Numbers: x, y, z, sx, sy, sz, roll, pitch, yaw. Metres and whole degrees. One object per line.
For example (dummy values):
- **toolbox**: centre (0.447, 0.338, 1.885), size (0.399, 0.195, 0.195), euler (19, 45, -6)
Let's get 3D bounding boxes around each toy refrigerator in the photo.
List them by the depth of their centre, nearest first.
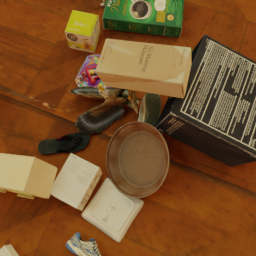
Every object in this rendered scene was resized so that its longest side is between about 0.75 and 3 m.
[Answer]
- **toy refrigerator**: centre (-3.577, 1.309, 7.942), size (2.856, 1.084, 0.999), euler (3, 68, 23)

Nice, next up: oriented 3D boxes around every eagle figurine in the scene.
- **eagle figurine**: centre (-0.736, -0.903, 9.227), size (2.103, 1.587, 1.596), euler (-21, 27, 19)

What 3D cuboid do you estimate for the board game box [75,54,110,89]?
- **board game box**: centre (-1.098, -1.966, 9.957), size (1.273, 0.314, 1.611), euler (23, 75, 3)

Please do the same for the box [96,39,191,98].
- **box**: centre (0.449, -1.592, 7.452), size (2.303, 0.895, 1.093), euler (10, 75, 17)

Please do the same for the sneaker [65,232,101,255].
- **sneaker**: centre (-1.047, 3.488, 7.946), size (1.448, 0.558, 0.617), euler (30, 69, 10)

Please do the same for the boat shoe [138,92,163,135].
- **boat shoe**: centre (0.673, -0.170, 9.268), size (0.774, 0.673, 2.100), euler (7, 75, -17)

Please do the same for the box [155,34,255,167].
- **box**: centre (2.784, -0.732, 8.622), size (2.843, 1.766, 2.866), euler (27, 72, -2)

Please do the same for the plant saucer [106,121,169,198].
- **plant saucer**: centre (0.315, 0.936, 8.429), size (2.249, 0.411, 2.249), euler (-4, 82, 35)

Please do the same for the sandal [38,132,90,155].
- **sandal**: centre (-2.071, 0.511, 9.078), size (1.719, 0.411, 0.646), euler (-13, 71, -4)

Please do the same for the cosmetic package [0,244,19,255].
- **cosmetic package**: centre (-3.066, 4.271, 7.673), size (0.819, 0.502, 1.984), euler (-41, 75, -14)

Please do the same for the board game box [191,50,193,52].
- **board game box**: centre (2.201, -2.192, 10.111), size (0.665, 0.312, 1.309), euler (16, 71, 6)

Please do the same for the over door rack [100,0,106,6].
- **over door rack**: centre (-1.778, -6.041, 11.278), size (2.279, 0.759, 1.684), euler (16, 72, 5)

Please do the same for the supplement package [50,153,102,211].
- **supplement package**: centre (-1.531, 1.632, 8.371), size (0.981, 0.974, 1.292), euler (26, 72, 9)

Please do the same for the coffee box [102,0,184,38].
- **coffee box**: centre (0.621, -4.539, 10.775), size (2.977, 0.655, 1.831), euler (6, 70, 2)

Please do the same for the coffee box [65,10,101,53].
- **coffee box**: centre (-1.625, -3.510, 10.232), size (0.982, 0.973, 0.984), euler (13, 71, 5)

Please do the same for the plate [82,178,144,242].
- **plate**: centre (-0.459, 2.445, 8.480), size (1.421, 0.230, 1.424), euler (32, 73, 10)
